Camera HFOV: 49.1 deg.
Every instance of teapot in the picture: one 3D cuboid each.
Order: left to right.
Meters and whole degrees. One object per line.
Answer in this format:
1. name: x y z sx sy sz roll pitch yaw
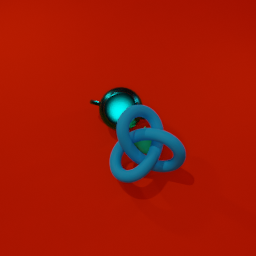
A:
1. teapot: -0.136 -0.527 8.042 1.996 0.977 1.241 14 93 -2

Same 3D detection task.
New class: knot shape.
1. knot shape: 0.295 0.573 7.181 1.882 0.929 2.011 -42 85 8

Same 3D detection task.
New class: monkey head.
1. monkey head: 0.480 0.343 7.763 0.635 1.054 0.758 -7 36 26
